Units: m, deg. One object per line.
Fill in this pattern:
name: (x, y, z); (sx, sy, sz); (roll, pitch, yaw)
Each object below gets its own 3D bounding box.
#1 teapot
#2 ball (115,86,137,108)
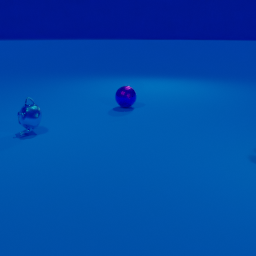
teapot: (-2.669, -0.278, 7.473); (0.555, 1.133, 0.704); (14, -20, -41)
ball: (-0.079, -1.114, 9.995); (0.769, 0.769, 0.769); (0, 19, 0)
